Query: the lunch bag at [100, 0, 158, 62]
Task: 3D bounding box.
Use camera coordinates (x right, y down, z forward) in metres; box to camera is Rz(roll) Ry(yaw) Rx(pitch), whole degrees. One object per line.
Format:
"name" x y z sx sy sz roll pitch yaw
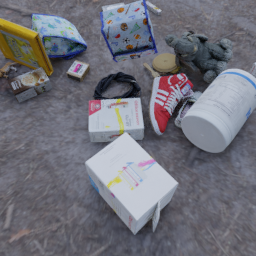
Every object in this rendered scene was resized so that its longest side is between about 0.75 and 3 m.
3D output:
"lunch bag" 0.104 -3.363 10.450 1.776 2.089 1.294 -10 59 11

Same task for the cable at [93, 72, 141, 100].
"cable" -0.543 -1.720 12.038 2.078 0.528 1.696 -15 59 -9

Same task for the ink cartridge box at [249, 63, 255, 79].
"ink cartridge box" 5.833 -2.242 12.199 0.461 0.795 1.098 -15 59 -11

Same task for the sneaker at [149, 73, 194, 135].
"sneaker" 1.763 -1.064 11.074 1.601 1.014 2.847 -10 53 24

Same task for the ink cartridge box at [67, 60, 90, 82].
"ink cartridge box" -2.241 -2.581 12.690 0.737 0.336 0.894 20 61 11

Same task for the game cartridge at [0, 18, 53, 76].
"game cartridge" -4.680 -3.515 12.093 2.656 2.341 0.431 22 64 14

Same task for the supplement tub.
"supplement tub" 3.550 -0.694 10.571 1.911 1.911 2.897 34 65 20

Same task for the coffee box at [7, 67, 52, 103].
"coffee box" -4.206 -1.859 12.063 1.558 0.621 0.891 -27 62 -16

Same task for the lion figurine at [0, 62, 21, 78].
"lion figurine" -5.568 -2.681 12.753 0.782 0.463 1.277 21 46 22

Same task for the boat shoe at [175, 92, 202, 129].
"boat shoe" 2.559 -0.829 11.407 0.726 0.632 1.970 33 64 19

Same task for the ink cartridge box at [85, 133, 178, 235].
"ink cartridge box" 0.192 1.903 9.026 1.715 1.761 2.739 -37 66 -21

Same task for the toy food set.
"toy food set" 1.770 -2.929 12.949 1.936 0.389 1.336 -28 55 -10

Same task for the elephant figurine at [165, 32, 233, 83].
"elephant figurine" 2.781 -3.263 11.808 2.806 2.177 1.986 20 64 -3

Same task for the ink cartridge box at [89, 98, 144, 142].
"ink cartridge box" -0.460 -0.324 10.948 2.067 0.862 1.500 -3 58 -2

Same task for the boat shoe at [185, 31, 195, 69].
"boat shoe" 2.909 -3.702 13.210 0.788 0.644 2.134 10 58 6

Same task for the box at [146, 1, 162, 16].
"box" 1.354 -6.509 15.226 0.223 0.238 1.150 -36 63 -21

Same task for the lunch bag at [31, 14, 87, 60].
"lunch bag" -3.238 -4.281 13.137 2.217 1.413 1.885 -11 56 -31

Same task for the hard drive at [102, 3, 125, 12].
"hard drive" -0.709 -6.319 15.106 1.282 0.243 0.896 -14 58 -8
